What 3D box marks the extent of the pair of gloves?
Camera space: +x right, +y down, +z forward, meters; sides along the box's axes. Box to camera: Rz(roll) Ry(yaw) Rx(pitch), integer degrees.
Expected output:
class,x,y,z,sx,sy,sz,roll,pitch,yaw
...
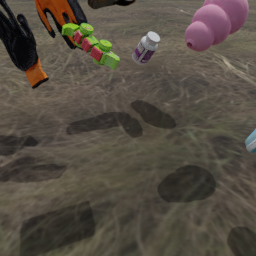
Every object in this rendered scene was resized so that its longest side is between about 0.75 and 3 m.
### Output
class,x,y,z,sx,sy,sz,roll,pitch,yaw
pair of gloves,-2.394,-2.690,7.309,2.921,2.602,0.361,-28,7,36

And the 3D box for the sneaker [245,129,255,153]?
class,x,y,z,sx,sy,sz,roll,pitch,yaw
sneaker,2.584,-0.389,5.129,0.649,1.632,1.066,21,28,-55

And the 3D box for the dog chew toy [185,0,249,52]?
class,x,y,z,sx,sy,sz,roll,pitch,yaw
dog chew toy,1.931,-2.380,6.346,1.678,1.045,1.045,-44,47,-14

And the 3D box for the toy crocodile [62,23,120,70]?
class,x,y,z,sx,sy,sz,roll,pitch,yaw
toy crocodile,-0.584,-1.310,4.449,1.073,0.362,0.331,42,40,6

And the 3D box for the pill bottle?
class,x,y,z,sx,sy,sz,roll,pitch,yaw
pill bottle,0.561,-2.430,8.535,0.550,0.980,0.550,14,55,-21

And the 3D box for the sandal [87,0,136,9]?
class,x,y,z,sx,sy,sz,roll,pitch,yaw
sandal,-0.100,-4.182,8.668,2.388,0.976,0.652,-29,75,-20
